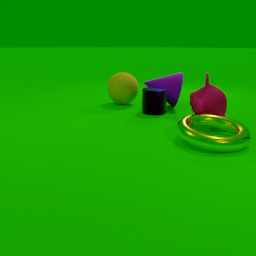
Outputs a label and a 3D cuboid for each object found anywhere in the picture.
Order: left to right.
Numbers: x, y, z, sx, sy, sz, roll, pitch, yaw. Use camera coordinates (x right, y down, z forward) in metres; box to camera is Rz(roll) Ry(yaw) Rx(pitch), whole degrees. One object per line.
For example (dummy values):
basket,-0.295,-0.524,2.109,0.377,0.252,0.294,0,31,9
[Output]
ball,-0.220,-1.686,11.953,1.347,1.347,1.347,0,18,0
cylinder,0.991,-1.032,10.604,0.927,0.927,0.927,0,18,0
cone,1.320,-1.698,11.393,1.460,1.455,1.455,11,18,-2
monkey head,2.538,-0.798,8.797,1.122,1.863,1.340,-26,-9,15
ring,2.328,0.088,7.683,1.979,0.396,1.979,2,24,-1
